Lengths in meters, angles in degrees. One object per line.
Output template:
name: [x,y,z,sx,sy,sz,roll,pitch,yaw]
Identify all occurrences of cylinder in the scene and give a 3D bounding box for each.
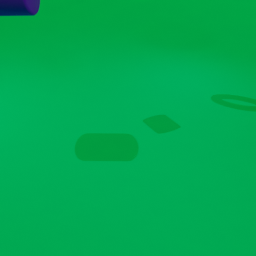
cylinder: [-2.520,-2.880,5.614,1.179,1.179,1.179,0,35,1]
